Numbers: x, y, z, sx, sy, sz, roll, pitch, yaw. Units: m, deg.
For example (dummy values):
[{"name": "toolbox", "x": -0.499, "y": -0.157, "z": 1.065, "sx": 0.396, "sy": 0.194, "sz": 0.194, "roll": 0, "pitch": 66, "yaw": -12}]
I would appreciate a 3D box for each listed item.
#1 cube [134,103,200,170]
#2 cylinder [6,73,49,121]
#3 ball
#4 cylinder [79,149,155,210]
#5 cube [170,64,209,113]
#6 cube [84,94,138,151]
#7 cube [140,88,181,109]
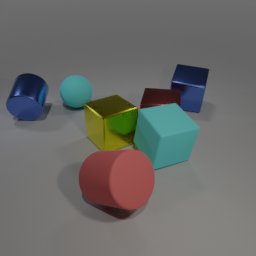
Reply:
[{"name": "cube", "x": 1.170, "y": 0.235, "z": 8.943, "sx": 1.400, "sy": 1.400, "sz": 1.400, "roll": -11, "pitch": 42, "yaw": -24}, {"name": "cylinder", "x": -4.063, "y": -1.260, "z": 11.406, "sx": 1.400, "sy": 1.400, "sz": 1.400, "roll": 0, "pitch": 49, "yaw": -1}, {"name": "ball", "x": -2.269, "y": -1.598, "z": 12.270, "sx": 1.400, "sy": 1.400, "sz": 1.400, "roll": 0, "pitch": 31, "yaw": 0}, {"name": "cylinder", "x": -0.294, "y": 1.258, "z": 7.033, "sx": 1.400, "sy": 1.400, "sz": 1.400, "roll": -28, "pitch": 13, "yaw": -39}, {"name": "cube", "x": 2.623, "y": -1.727, "z": 12.152, "sx": 1.400, "sy": 1.400, "sz": 1.400, "roll": 12, "pitch": 48, "yaw": 13}, {"name": "cube", "x": -0.593, "y": -0.183, "z": 9.917, "sx": 1.400, "sy": 1.400, "sz": 1.400, "roll": -19, "pitch": 35, "yaw": -29}, {"name": "cube", "x": 1.218, "y": -0.558, "z": 10.514, "sx": 1.400, "sy": 1.400, "sz": 1.400, "roll": 5, "pitch": 33, "yaw": 8}]
